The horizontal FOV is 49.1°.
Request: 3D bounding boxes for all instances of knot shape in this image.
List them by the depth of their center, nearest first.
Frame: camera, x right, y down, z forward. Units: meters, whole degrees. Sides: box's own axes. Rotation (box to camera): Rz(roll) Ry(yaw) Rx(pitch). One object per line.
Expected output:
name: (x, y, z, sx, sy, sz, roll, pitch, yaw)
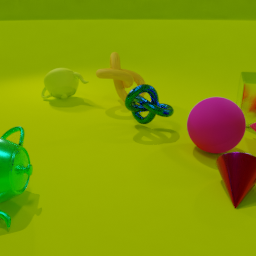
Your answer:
knot shape: (0.476, -0.597, 7.929, 1.437, 0.664, 1.344, 26, -24, -20)
knot shape: (-0.141, -1.687, 9.953, 1.878, 0.927, 2.007, 43, 21, -15)

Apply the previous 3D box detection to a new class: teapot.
teapot: (-2.135, 0.795, 4.884, 0.907, 1.152, 1.852, -1, 62, 4)
teapot: (-2.404, -1.608, 10.508, 2.092, 1.024, 1.301, -20, -19, 18)

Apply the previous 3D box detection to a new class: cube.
cube: (4.083, -0.855, 8.490, 1.382, 1.382, 1.382, 7, 24, 16)

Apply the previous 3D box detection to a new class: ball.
ball: (2.092, -0.068, 6.696, 1.342, 1.342, 1.342, 0, 23, 0)

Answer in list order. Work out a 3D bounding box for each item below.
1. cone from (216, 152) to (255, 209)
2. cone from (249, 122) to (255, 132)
cone: (2.038, 1.086, 5.198, 0.912, 0.912, 0.915, 9, 51, 20)
cone: (3.558, 0.008, 7.121, 1.181, 1.181, 1.185, -10, 11, -22)
